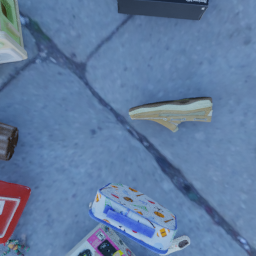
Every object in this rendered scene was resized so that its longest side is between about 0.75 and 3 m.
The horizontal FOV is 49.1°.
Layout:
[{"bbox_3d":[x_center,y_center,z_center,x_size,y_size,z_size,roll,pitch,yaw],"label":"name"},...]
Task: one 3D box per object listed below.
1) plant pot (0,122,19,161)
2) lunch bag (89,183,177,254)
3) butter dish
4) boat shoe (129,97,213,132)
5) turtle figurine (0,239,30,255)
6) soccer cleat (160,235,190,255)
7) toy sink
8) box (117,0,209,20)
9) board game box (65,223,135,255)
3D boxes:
[{"bbox_3d":[-3.865,0.310,7.826,1.303,1.317,1.317,13,88,-8],"label":"plant pot"},{"bbox_3d":[0.112,2.045,6.585,2.088,1.673,0.789,24,94,9],"label":"lunch bag"},{"bbox_3d":[-3.978,2.072,7.729,1.883,1.392,1.878,22,96,-42],"label":"butter dish"},{"bbox_3d":[1.256,-0.321,8.029,2.431,0.871,0.926,-6,99,0],"label":"boat shoe"},{"bbox_3d":[-3.302,3.431,8.087,0.825,0.415,0.618,35,103,-14],"label":"turtle figurine"},{"bbox_3d":[1.326,3.406,8.095,1.000,0.388,0.347,-25,88,0],"label":"soccer cleat"},{"bbox_3d":[-3.805,-2.612,7.591,1.540,1.792,2.749,-8,87,-1],"label":"toy sink"},{"bbox_3d":[1.010,-4.218,8.037,2.518,0.993,1.777,5,85,0],"label":"box"},{"bbox_3d":[-0.586,4.027,7.933,1.588,0.692,2.152,-43,89,-1],"label":"board game box"}]
